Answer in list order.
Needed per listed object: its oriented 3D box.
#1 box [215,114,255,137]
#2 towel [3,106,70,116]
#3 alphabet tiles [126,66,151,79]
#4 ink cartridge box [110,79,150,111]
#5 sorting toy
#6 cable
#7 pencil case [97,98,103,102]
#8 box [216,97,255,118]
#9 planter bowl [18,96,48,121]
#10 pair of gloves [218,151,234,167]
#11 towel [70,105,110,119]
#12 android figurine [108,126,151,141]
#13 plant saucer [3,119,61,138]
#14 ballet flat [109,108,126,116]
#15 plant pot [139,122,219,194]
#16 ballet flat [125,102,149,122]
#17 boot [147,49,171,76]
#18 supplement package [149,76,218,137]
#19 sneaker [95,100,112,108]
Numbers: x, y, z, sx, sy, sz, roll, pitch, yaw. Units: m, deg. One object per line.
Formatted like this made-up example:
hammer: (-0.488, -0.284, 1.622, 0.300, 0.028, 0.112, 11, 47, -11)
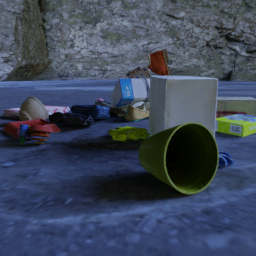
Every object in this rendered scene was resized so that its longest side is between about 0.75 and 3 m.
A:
box: (4.422, -0.153, 10.829, 2.103, 0.501, 1.282, -11, 17, -38)
towel: (-4.575, -0.822, 14.227, 1.990, 0.407, 2.719, 6, 12, 27)
alphabet tiles: (0.483, -2.495, 14.102, 1.341, 0.061, 1.604, -27, -26, 9)
ink cartridge box: (0.621, -1.617, 14.215, 2.639, 1.133, 1.933, -3, -18, -18)
sorting toy: (-3.094, 0.248, 9.110, 0.911, 0.623, 1.517, 9, -8, -37)
cable: (-2.261, -0.356, 11.274, 1.852, 0.470, 1.511, 2, -1, 6)
pencil case: (-1.752, -1.623, 17.627, 0.423, 0.443, 1.023, -30, 13, 2)
box: (4.907, -0.915, 13.075, 1.812, 0.987, 1.159, 1, 13, 7)
planter bowl: (-4.090, -0.619, 11.832, 1.190, 1.190, 0.801, 9, 43, 36)
pair of gloves: (1.608, 0.759, 7.359, 2.055, 0.234, 1.652, -4, 11, -23)
towel: (-1.572, -0.685, 12.172, 1.299, 0.565, 2.327, 3, 3, 8)
android figurine: (0.077, 0.182, 9.755, 1.456, 0.299, 1.326, 7, 14, 32)
plant saucer: (-3.713, -0.044, 10.761, 1.710, 0.314, 1.707, -9, 15, -37)
ballet flat: (-0.915, -0.770, 13.934, 1.832, 0.425, 0.617, 10, -21, 21)
plant pot: (0.937, 0.581, 5.981, 1.393, 1.393, 1.341, -7, 3, -29)
ballet flat: (0.851, -0.859, 13.258, 0.884, 0.812, 2.577, 9, 15, 36)
boot: (1.353, -2.457, 12.090, 0.963, 1.796, 0.674, -11, -10, 4)
supplement package: (1.691, -0.637, 9.222, 1.621, 2.108, 2.205, -2, 13, -8)
sneaker: (-1.234, -1.298, 15.846, 1.405, 0.557, 0.519, 3, 11, 8)
